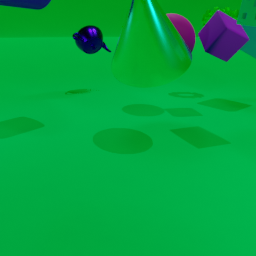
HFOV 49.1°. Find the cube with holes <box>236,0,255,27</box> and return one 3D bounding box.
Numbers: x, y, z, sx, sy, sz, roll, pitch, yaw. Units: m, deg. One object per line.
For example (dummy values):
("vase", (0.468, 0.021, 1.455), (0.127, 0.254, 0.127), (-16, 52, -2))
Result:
("cube with holes", (2.686, -2.216, 4.860), (0.940, 0.940, 0.940), (-3, 25, -22))

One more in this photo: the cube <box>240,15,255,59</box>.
("cube", (4.195, -2.829, 8.269), (1.244, 1.244, 1.244), (-24, 52, -28))

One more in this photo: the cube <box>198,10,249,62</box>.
("cube", (2.503, -2.419, 7.418), (0.818, 0.818, 0.818), (15, 47, -26))

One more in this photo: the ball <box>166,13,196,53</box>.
("ball", (1.162, -2.427, 7.760), (1.385, 1.385, 1.385), (0, 20, 0))

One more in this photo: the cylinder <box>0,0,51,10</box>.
("cylinder", (-2.177, -2.905, 5.160), (1.238, 1.238, 1.238), (15, 21, 35))

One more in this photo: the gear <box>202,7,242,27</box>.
("gear", (3.213, -3.605, 9.458), (1.374, 0.254, 1.374), (13, -3, 1))

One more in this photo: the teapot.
("teapot", (-1.369, -3.258, 10.616), (1.766, 1.098, 0.865), (4, 51, -46))

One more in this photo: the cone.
("cone", (0.308, -1.816, 4.866), (1.576, 1.582, 1.576), (-7, 48, 7))
